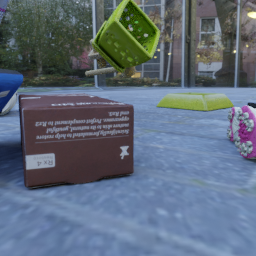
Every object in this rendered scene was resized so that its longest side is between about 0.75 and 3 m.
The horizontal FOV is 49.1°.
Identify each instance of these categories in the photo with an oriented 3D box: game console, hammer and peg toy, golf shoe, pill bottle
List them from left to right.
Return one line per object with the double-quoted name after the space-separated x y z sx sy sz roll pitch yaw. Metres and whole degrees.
-3.006 -0.287 4.037 1.615 2.330 2.730 36 1 -16 "game console"
-4.563 -1.089 9.882 1.200 1.200 2.063 -3 9 -18 "pill bottle"
-0.299 -2.619 8.949 2.026 0.971 2.755 -4 38 21 "hammer and peg toy"
2.313 0.022 4.797 1.000 0.823 2.185 5 12 11 "golf shoe"

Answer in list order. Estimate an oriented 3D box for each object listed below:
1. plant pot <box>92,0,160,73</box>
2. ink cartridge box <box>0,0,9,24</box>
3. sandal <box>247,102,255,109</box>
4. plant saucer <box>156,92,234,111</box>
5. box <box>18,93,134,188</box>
-0.099 -2.279 7.159 1.181 1.302 1.295 -25 35 41 "plant pot"
-2.924 -2.924 5.758 0.663 1.144 1.964 -2 -15 -37 "ink cartridge box"
5.554 -0.838 10.129 1.032 0.619 2.748 -4 11 -21 "sandal"
2.996 -1.231 12.416 2.552 0.611 2.548 10 14 44 "plant saucer"
-1.017 -0.017 4.449 1.344 1.006 2.683 -4 12 -22 "box"
